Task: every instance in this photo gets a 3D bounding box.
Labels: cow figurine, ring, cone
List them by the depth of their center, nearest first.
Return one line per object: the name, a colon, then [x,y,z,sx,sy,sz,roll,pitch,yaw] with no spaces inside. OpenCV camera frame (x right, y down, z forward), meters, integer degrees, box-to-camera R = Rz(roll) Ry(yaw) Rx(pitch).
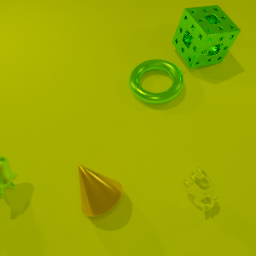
cone: [-0.861,1.235,6.459,1.107,1.111,1.107,-23,27,12]
cow figurine: [1.770,1.495,6.578,0.567,1.033,1.017,-39,77,-23]
cow figurine: [-3.594,1.053,6.770,1.698,1.726,0.947,52,36,-3]
ring: [0.867,-1.461,8.651,1.700,0.340,1.700,-2,59,3]

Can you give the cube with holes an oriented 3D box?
cube with holes: [2.399,-2.877,8.830,1.281,1.281,1.281,-15,61,-21]
